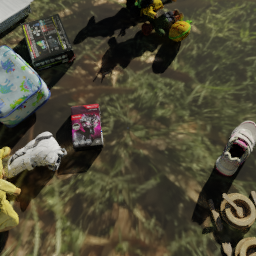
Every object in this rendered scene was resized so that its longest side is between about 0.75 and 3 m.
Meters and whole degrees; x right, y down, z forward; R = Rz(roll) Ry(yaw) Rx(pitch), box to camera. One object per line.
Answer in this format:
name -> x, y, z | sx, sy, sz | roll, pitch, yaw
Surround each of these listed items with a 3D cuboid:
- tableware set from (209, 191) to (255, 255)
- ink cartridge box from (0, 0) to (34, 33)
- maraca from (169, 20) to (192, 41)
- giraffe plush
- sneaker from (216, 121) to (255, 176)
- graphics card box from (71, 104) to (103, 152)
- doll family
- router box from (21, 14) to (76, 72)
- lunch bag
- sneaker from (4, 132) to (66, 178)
tableware set -> 2.749, 2.394, 6.418 | 1.231, 0.373, 1.862 | -10, 64, -5
ink cartridge box -> -4.365, -4.346, 9.686 | 1.978, 0.402, 1.982 | 39, 70, 17
maraca -> 1.699, -3.180, 9.044 | 0.720, 0.562, 1.050 | -2, 44, 34
giraffe plush -> -3.360, 1.279, 6.391 | 1.739, 2.016, 1.634 | 8, 33, -29
sneaker -> 2.912, 0.436, 7.173 | 0.674, 0.731, 1.657 | 30, 68, 14
graphics card box -> -1.121, -0.021, 7.627 | 0.796, 0.323, 1.269 | -6, 66, -3
doll family -> 0.501, -4.335, 9.362 | 1.699, 1.153, 2.939 | -26, 62, -8
router box -> -2.517, -2.696, 8.812 | 1.270, 0.527, 1.695 | -19, 65, -9
lunch bag -> -3.384, -1.160, 7.822 | 1.681, 0.862, 2.092 | -44, 72, -11
sneaker -> -2.303, 0.834, 7.066 | 0.871, 0.569, 1.515 | 37, 66, 19
